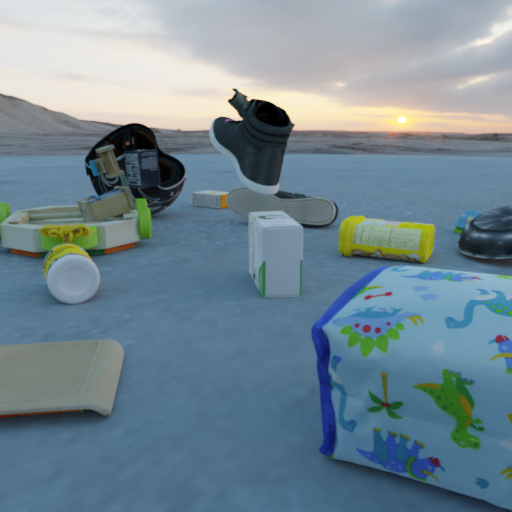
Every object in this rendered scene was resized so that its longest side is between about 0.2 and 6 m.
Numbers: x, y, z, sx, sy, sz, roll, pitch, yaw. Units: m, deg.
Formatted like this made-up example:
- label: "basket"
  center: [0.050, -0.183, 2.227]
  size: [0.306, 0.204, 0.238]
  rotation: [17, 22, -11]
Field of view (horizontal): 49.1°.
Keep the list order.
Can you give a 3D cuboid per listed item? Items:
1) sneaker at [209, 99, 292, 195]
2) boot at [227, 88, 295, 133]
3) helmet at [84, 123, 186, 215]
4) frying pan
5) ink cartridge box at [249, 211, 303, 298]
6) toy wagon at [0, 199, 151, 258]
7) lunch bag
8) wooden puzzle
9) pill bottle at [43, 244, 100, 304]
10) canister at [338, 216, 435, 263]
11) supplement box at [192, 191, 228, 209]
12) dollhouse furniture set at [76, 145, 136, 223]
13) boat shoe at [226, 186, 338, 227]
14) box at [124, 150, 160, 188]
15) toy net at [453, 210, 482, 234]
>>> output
- label: "sneaker"
  center: [-0.061, -1.925, 8.456]
  size: [0.791, 1.110, 2.238]
  rotation: [4, 33, -26]
- label: "boot"
  center: [-0.025, -3.015, 12.154]
  size: [1.424, 0.738, 2.180]
  rotation: [35, 9, -18]
- label: "helmet"
  center: [-3.037, -2.052, 14.412]
  size: [2.253, 2.148, 2.253]
  rotation: [-18, 42, 17]
- label: "frying pan"
  center: [4.348, -0.215, 9.508]
  size: [2.079, 0.559, 3.436]
  rotation: [-7, 18, 32]
- label: "ink cartridge box"
  center: [0.258, -0.063, 8.269]
  size: [0.588, 1.014, 1.400]
  rotation: [-2, 13, -8]
- label: "toy wagon"
  center: [-3.617, -0.543, 10.947]
  size: [3.056, 0.779, 3.939]
  rotation: [-4, 14, -14]
- label: "lunch bag"
  center: [1.652, 0.721, 4.141]
  size: [1.812, 1.358, 2.131]
  rotation: [7, 25, 30]
- label: "wooden puzzle"
  center: [-2.008, 1.099, 4.996]
  size: [1.524, 0.284, 1.410]
  rotation: [3, 12, -9]
- label: "pill bottle"
  center: [-2.626, 0.206, 7.870]
  size: [0.671, 0.671, 1.193]
  rotation: [-6, 14, -24]
- label: "canister"
  center: [2.386, -0.308, 10.184]
  size: [1.522, 0.659, 1.130]
  rotation: [7, 15, 24]
- label: "supplement box"
  center: [-1.237, -1.668, 16.582]
  size: [1.151, 0.423, 0.725]
  rotation: [9, 16, 35]
- label: "dollhouse furniture set"
  center: [-3.254, -1.471, 11.535]
  size: [0.950, 1.348, 0.945]
  rotation: [-24, 18, -23]
- label: "boat shoe"
  center: [0.636, -1.124, 13.471]
  size: [2.718, 0.909, 0.774]
  rotation: [9, 2, 17]
- label: "box"
  center: [-2.128, -1.633, 10.457]
  size: [0.418, 0.673, 0.679]
  rotation: [-11, 16, -33]
- label: "toy net"
  center: [4.979, -0.501, 11.509]
  size: [1.361, 0.501, 2.594]
  rotation: [4, 15, 7]
